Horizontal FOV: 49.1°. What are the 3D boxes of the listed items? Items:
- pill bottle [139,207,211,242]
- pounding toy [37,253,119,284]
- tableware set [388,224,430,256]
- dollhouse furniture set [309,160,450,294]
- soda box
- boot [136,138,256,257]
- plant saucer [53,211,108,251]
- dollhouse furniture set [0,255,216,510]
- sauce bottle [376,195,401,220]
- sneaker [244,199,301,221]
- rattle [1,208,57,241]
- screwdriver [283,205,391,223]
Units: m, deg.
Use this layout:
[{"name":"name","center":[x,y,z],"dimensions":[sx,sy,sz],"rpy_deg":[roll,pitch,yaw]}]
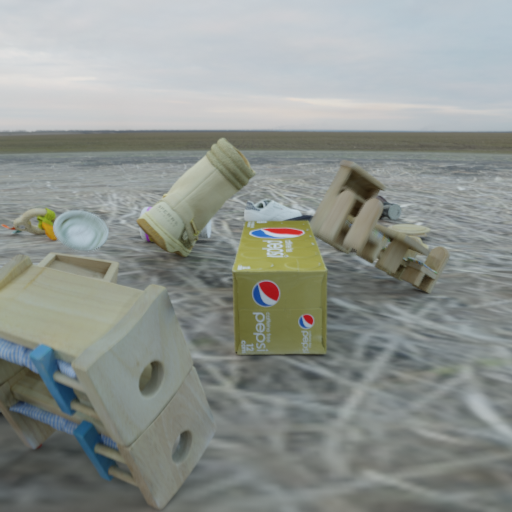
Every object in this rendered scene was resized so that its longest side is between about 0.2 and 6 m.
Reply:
[{"name":"pill bottle","center":[-1.767,-0.681,12.384],"dimensions":[1.478,0.770,0.770],"rpy_deg":[2,14,5]},{"name":"pounding toy","center":[-2.615,0.512,7.708],"dimensions":[1.247,0.887,1.148],"rpy_deg":[9,13,-8]},{"name":"tableware set","center":[2.767,-0.399,12.288],"dimensions":[2.077,0.289,2.487],"rpy_deg":[3,15,14]},{"name":"dollhouse furniture set","center":[1.950,-0.594,9.003],"dimensions":[1.798,1.362,2.051],"rpy_deg":[28,2,-33]},{"name":"soda box","center":[0.317,0.278,7.843],"dimensions":[1.104,1.043,3.260],"rpy_deg":[-1,14,2]},{"name":"boot","center":[-1.011,-1.090,10.538],"dimensions":[1.032,2.205,2.836],"rpy_deg":[45,1,2]},{"name":"plant saucer","center":[-2.817,-0.358,8.984],"dimensions":[0.846,0.212,0.846],"rpy_deg":[15,43,-15]},{"name":"dollhouse furniture set","center":[-1.572,1.295,3.633],"dimensions":[1.500,1.491,2.128],"rpy_deg":[9,41,31]},{"name":"sauce bottle","center":[3.219,-1.369,15.506],"dimensions":[0.693,0.693,2.100],"rpy_deg":[-6,17,-24]},{"name":"sneaker","center":[0.474,-1.091,14.240],"dimensions":[1.753,0.706,0.670],"rpy_deg":[-9,14,-37]},{"name":"rattle","center":[-5.196,-0.516,12.878],"dimensions":[1.278,0.913,0.832],"rpy_deg":[-14,-19,-5]},{"name":"screwdriver","center":[1.943,-0.876,13.538],"dimensions":[2.990,0.435,0.417],"rpy_deg":[-8,10,-15]}]
